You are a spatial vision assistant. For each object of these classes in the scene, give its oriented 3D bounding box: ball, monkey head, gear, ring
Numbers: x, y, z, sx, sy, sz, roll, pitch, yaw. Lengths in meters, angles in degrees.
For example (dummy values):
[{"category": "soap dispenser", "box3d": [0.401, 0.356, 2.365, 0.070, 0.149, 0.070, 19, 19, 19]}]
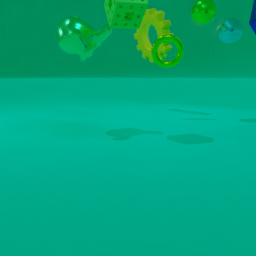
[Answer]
[{"category": "ball", "box3d": [2.544, -3.916, 9.422, 0.845, 0.845, 0.845, 0, 11, 0]}, {"category": "monkey head", "box3d": [-1.233, -2.572, 7.564, 1.367, 1.145, 1.900, -34, 32, 20]}, {"category": "ball", "box3d": [3.558, -3.381, 9.759, 0.853, 0.853, 0.853, 0, 11, 0]}, {"category": "gear", "box3d": [1.036, -3.840, 11.721, 0.385, 2.084, 2.084, -22, 21, -29]}, {"category": "ring", "box3d": [1.395, -2.710, 9.893, 1.144, 1.144, 0.229, 1, 17, 4]}]

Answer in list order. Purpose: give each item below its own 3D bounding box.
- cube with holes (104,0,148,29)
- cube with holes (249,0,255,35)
[{"category": "cube with holes", "box3d": [-0.067, -2.975, 6.763, 0.766, 0.766, 0.766, -5, -25, -19]}, {"category": "cube with holes", "box3d": [3.303, -2.237, 5.586, 1.151, 1.151, 1.151, -15, 42, 46]}]
